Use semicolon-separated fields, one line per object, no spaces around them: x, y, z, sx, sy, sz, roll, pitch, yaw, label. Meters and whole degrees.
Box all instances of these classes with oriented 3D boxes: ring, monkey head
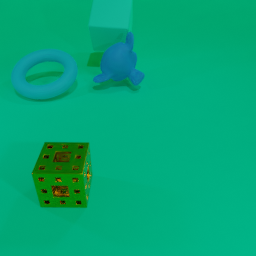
-2.546;-1.689;8.571;2.014;0.403;2.014;-1;55;2;ring
-0.169;-1.906;8.547;1.319;1.834;1.105;47;13;34;monkey head

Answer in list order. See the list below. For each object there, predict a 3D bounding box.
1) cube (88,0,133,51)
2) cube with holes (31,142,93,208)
-0.547;-3.501;9.542;1.295;1.295;1.295;5;69;3;cube
-1.146;0.846;5.127;0.843;0.843;0.843;0;35;1;cube with holes
